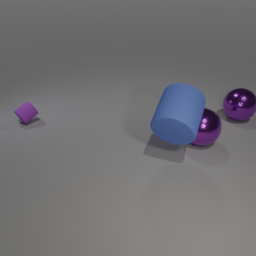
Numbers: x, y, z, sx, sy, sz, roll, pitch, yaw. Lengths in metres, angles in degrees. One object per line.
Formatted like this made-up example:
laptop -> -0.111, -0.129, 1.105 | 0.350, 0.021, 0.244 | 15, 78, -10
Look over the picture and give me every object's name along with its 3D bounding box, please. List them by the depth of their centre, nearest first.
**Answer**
cylinder -> 1.565, -0.426, 8.689 | 1.400, 1.400, 1.400 | 12, 58, 20
ball -> 2.676, -0.039, 10.193 | 1.400, 1.400, 1.400 | 0, 29, 0
cylinder -> -4.274, -0.658, 11.780 | 0.700, 0.700, 0.700 | 28, 64, 40
ball -> 4.773, -0.999, 11.946 | 1.400, 1.400, 1.400 | 0, 29, 0
